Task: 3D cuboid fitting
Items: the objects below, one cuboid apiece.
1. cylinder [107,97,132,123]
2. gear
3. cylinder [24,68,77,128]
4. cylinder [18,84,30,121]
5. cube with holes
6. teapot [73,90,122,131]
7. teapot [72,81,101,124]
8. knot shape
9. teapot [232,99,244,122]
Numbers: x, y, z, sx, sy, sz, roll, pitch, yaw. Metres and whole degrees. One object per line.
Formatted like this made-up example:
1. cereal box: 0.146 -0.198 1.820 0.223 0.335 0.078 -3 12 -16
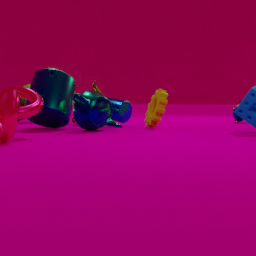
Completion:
1. cylinder: -0.359 -0.583 9.129 0.734 0.734 0.734 15 13 35
2. gear: 0.866 -0.609 8.682 0.221 1.196 1.196 18 1 -12
3. cylinder: -2.279 -0.854 8.283 1.313 1.313 1.313 4 -26 2
4. cylinder: -4.040 -0.942 10.730 1.142 1.142 1.142 -22 7 -3
5. cube with holes: 3.398 -0.553 7.199 0.783 0.783 0.783 42 39 22
6. teapot: -0.871 -0.439 7.745 0.893 1.134 1.824 10 -20 42
7. teapot: -1.444 -0.847 10.007 0.893 1.824 1.134 28 23 -24
8. knot shape: -2.674 -0.245 5.941 1.553 0.767 1.660 -30 24 10
9. teapot: 4.345 -0.632 10.889 0.690 1.110 0.544 -37 55 -27
